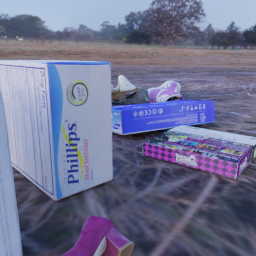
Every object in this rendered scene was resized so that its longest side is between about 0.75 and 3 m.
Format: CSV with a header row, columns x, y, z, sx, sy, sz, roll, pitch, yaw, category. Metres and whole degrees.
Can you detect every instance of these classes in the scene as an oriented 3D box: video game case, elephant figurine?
x,y,z,sx,sy,sz,roll,pitch,yaw,category
1.426,0.356,5.305,1.746,0.313,1.583,11,18,35,video game case
0.170,-0.911,9.586,1.125,0.872,0.796,-9,58,6,elephant figurine

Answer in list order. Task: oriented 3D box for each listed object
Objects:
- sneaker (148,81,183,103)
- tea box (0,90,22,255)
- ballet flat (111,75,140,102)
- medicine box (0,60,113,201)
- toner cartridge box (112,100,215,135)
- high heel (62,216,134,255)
x,y,z,sx,sy,sz,roll,pitch,yaw,category
1.683,-1.202,10.540,1.211,0.770,2.124,17,31,35,sneaker
-2.471,0.631,1.660,2.472,1.651,2.432,7,16,23,tea box
-0.639,-1.461,10.631,2.938,1.063,0.996,-1,20,-5,ballet flat
-1.190,-0.148,4.366,0.997,1.765,1.938,-13,20,-40,medicine box
0.777,-0.332,7.112,2.652,0.573,1.260,-7,8,-25,toner cartridge box
-0.494,1.065,2.380,0.574,0.403,1.198,23,21,34,high heel
